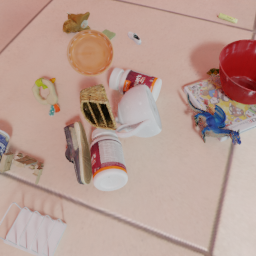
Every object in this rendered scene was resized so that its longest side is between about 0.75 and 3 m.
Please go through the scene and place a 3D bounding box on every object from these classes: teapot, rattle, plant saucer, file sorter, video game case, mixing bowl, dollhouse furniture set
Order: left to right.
[{"bbox_3d":[-3.691,1.444,10.003,1.507,0.781,0.667,21,98,13],"label":"dollhouse furniture set"},{"bbox_3d":[-2.947,3.123,8.573,1.650,1.027,1.145,16,58,10],"label":"file sorter"},{"bbox_3d":[-3.204,-1.327,12.011,1.720,1.229,1.120,45,98,9],"label":"rattle"},{"bbox_3d":[-1.324,-2.643,9.981,1.653,0.309,1.653,0,90,-2],"label":"plant saucer"},{"bbox_3d":[0.263,-0.482,10.348,1.547,2.118,2.091,-19,70,13],"label":"teapot"},{"bbox_3d":[4.200,-1.053,11.774,2.643,0.332,2.904,-20,58,-13],"label":"video game case"},{"bbox_3d":[4.905,-1.995,11.264,2.898,1.569,2.898,1,56,-1],"label":"mixing bowl"}]

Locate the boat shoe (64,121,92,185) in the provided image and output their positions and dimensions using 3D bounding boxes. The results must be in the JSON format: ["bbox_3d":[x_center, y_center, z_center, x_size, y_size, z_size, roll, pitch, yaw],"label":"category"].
[{"bbox_3d":[-1.873,0.918,10.184,0.816,0.906,2.519,-17,62,6],"label":"boat shoe"}]

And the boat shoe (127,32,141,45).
[{"bbox_3d":[0.341,-4.631,14.162,0.383,0.340,1.040,-33,62,-20],"label":"boat shoe"}]

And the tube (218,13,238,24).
[{"bbox_3d":[5.400,-5.919,15.092,1.042,0.271,0.302,26,98,11],"label":"tube"}]

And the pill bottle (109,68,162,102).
[{"bbox_3d":[0.308,-1.821,11.823,2.036,1.115,1.115,19,58,12],"label":"pill bottle"}]

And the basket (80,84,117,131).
[{"bbox_3d":[-1.083,-0.581,9.631,1.032,1.447,1.078,-17,49,-2],"label":"basket"}]

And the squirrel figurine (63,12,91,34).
[{"bbox_3d":[-2.780,-5.447,14.366,1.422,1.006,1.327,-38,57,-26],"label":"squirrel figurine"}]

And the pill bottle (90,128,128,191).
[{"bbox_3d":[-0.724,1.021,9.820,1.164,1.164,2.125,-8,47,-5],"label":"pill bottle"}]

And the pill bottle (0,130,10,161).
[{"bbox_3d":[-5.002,0.911,10.103,0.926,0.926,1.668,5,56,4],"label":"pill bottle"}]

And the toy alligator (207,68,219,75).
[{"bbox_3d":[4.015,-2.554,12.560,1.067,0.256,0.354,8,35,39],"label":"toy alligator"}]

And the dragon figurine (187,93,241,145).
[{"bbox_3d":[3.291,-0.324,10.769,1.363,0.807,2.742,-24,58,7],"label":"dragon figurine"}]

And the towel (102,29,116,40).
[{"bbox_3d":[-1.161,-4.645,14.272,0.734,0.181,0.990,30,62,20],"label":"towel"}]
